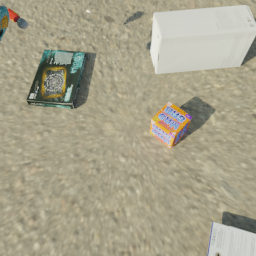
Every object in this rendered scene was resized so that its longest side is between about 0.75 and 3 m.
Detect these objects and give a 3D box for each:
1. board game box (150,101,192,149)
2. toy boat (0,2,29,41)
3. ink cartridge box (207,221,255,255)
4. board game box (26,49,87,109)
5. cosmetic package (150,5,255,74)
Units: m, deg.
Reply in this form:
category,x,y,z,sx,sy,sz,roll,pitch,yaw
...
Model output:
category,x,y,z,sx,sy,sz,roll,pitch,yaw
board game box,1.143,-0.075,7.614,0.774,0.775,0.774,38,67,19
toy boat,-2.528,-2.132,5.711,0.526,0.952,1.133,38,37,-7
ink cartridge box,2.527,3.148,6.016,1.794,0.389,1.762,15,61,10
board game box,-2.169,-1.566,8.743,1.409,0.293,2.083,6,60,3
cosmetic package,2.197,-2.684,8.636,2.876,1.623,1.167,-4,60,-5
